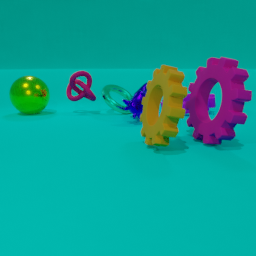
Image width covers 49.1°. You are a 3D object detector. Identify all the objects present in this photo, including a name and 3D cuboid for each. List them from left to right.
[{"bbox_3d":[-3.527,-1.184,10.086,1.389,1.389,1.389,0,13,0],"label":"ball"},{"bbox_3d":[-1.753,-1.396,10.029,1.152,1.231,0.569,-12,27,29],"label":"knot shape"},{"bbox_3d":[-0.328,-1.086,10.422,1.437,0.287,1.437,24,36,-19],"label":"ring"},{"bbox_3d":[0.349,-0.758,8.960,1.571,0.877,1.597,-45,2,-30],"label":"cow figurine"},{"bbox_3d":[0.697,-0.455,5.949,0.311,1.680,1.680,9,10,-17],"label":"gear"},{"bbox_3d":[2.234,-0.932,10.447,1.967,0.364,1.967,-9,17,3],"label":"gear"},{"bbox_3d":[1.945,-0.605,6.326,0.354,1.912,1.912,5,11,-19],"label":"gear"}]
